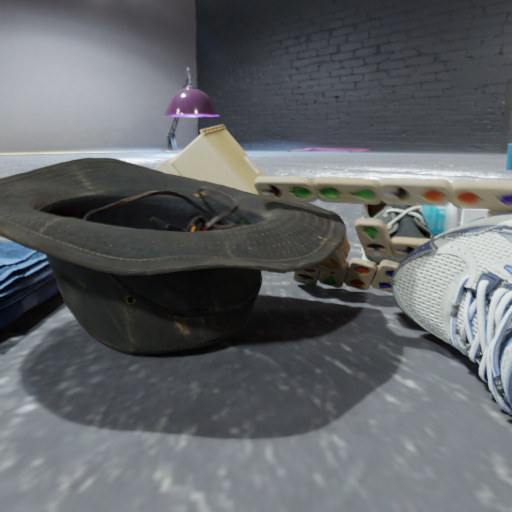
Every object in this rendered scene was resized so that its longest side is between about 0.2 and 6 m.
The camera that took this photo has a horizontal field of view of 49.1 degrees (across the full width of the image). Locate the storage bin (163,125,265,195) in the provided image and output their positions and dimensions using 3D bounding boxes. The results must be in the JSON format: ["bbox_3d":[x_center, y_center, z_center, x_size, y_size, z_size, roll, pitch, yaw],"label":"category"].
[{"bbox_3d":[-0.502,-1.424,10.671,0.920,1.963,1.949,-39,6,18],"label":"storage bin"}]

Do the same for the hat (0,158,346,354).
[{"bbox_3d":[-1.100,0.073,5.801,3.854,1.555,3.854,6,19,-2],"label":"hat"}]

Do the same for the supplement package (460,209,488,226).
[{"bbox_3d":[3.876,-0.258,8.324,1.597,0.968,0.956,5,14,21],"label":"supplement package"}]

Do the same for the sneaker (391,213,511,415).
[{"bbox_3d":[2.223,0.551,4.194,1.522,1.376,3.572,-13,17,-30],"label":"sneaker"}]

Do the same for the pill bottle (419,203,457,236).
[{"bbox_3d":[3.009,-0.718,10.649,1.431,0.793,0.793,2,13,4],"label":"pill bottle"}]

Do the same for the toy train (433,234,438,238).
[{"bbox_3d":[2.859,-0.029,8.629,0.309,0.415,1.811,12,14,-4],"label":"toy train"}]

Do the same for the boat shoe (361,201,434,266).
[{"bbox_3d":[2.175,-0.358,8.717,1.105,1.040,3.076,0,15,1],"label":"boat shoe"}]

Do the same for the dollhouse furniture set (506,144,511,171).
[{"bbox_3d":[4.994,-1.327,10.504,1.452,2.060,1.444,11,17,40],"label":"dollhouse furniture set"}]

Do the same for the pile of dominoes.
[{"bbox_3d":[1.375,0.013,6.180,2.863,0.456,2.232,5,-30,26],"label":"pile of dominoes"}]

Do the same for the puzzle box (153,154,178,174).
[{"bbox_3d":[-2.177,-1.719,12.710,1.724,0.329,2.592,-35,8,35],"label":"puzzle box"}]

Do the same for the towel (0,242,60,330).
[{"bbox_3d":[-3.329,0.355,6.297,1.622,0.705,2.905,1,13,6],"label":"towel"}]

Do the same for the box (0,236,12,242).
[{"bbox_3d":[-4.072,-0.490,10.196,2.352,0.569,1.863,-1,14,-7],"label":"box"}]
